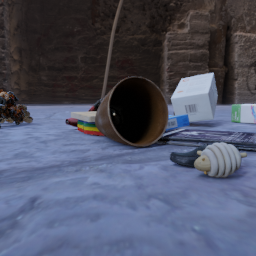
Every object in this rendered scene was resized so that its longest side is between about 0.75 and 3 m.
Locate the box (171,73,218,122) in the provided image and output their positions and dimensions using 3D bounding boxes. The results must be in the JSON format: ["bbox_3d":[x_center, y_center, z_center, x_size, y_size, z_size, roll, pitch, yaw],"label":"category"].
[{"bbox_3d":[3.165,-1.427,13.026,1.639,1.284,2.635,-7,26,26],"label":"box"}]

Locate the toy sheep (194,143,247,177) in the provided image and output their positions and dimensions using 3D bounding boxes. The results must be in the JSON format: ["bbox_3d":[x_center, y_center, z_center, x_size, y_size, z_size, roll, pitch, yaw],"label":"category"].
[{"bbox_3d":[1.545,0.522,4.666,0.930,0.641,0.641,-15,9,-10],"label":"toy sheep"}]

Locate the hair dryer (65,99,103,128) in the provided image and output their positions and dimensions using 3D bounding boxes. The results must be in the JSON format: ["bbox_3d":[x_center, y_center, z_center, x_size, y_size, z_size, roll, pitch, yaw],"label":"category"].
[{"bbox_3d":[-1.647,-0.559,11.372,1.907,1.452,0.518,-27,57,-16],"label":"hair dryer"}]

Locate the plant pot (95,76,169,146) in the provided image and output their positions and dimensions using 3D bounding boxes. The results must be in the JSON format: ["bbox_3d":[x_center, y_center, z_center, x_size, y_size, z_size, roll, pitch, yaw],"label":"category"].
[{"bbox_3d":[-0.161,-0.321,8.118,1.847,1.847,1.976,-4,-5,-30],"label":"plant pot"}]

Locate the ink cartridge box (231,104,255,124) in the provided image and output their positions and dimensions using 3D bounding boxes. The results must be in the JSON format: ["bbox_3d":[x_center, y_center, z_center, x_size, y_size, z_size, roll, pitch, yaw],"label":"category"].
[{"bbox_3d":[6.597,-0.713,14.006,1.610,0.934,2.223,-6,9,-42],"label":"ink cartridge box"}]

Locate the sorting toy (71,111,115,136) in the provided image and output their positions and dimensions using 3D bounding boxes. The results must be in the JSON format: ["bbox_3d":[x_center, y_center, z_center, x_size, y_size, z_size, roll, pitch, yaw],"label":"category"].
[{"bbox_3d":[-0.762,-0.184,10.204,2.129,0.741,2.116,-3,8,-27],"label":"sorting toy"}]

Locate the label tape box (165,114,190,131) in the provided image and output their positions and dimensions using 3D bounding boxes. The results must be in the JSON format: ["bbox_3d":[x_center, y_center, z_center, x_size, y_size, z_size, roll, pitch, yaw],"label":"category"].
[{"bbox_3d":[1.472,-0.200,10.252,0.975,0.428,1.352,-12,4,-18],"label":"label tape box"}]

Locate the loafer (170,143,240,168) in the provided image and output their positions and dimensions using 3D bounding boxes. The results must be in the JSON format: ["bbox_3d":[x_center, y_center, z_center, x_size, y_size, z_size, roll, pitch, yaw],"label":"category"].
[{"bbox_3d":[1.445,0.513,5.317,1.294,0.454,0.439,2,7,16],"label":"loafer"}]

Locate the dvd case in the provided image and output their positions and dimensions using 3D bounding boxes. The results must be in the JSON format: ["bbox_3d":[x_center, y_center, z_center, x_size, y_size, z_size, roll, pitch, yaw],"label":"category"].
[{"bbox_3d":[2.511,0.295,8.231,2.974,0.238,2.211,4,7,29],"label":"dvd case"}]

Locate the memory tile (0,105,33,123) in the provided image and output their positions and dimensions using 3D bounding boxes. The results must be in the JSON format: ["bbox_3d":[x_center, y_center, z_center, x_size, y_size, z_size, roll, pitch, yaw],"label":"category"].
[{"bbox_3d":[-5.655,-0.653,13.515,1.851,0.155,1.418,-1,-32,-2],"label":"memory tile"}]

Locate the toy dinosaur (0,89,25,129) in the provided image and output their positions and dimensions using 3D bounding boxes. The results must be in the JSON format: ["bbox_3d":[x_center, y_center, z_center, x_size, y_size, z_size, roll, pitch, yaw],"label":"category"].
[{"bbox_3d":[-5.659,-1.002,12.020,1.404,1.865,2.748,-13,-47,47],"label":"toy dinosaur"}]
